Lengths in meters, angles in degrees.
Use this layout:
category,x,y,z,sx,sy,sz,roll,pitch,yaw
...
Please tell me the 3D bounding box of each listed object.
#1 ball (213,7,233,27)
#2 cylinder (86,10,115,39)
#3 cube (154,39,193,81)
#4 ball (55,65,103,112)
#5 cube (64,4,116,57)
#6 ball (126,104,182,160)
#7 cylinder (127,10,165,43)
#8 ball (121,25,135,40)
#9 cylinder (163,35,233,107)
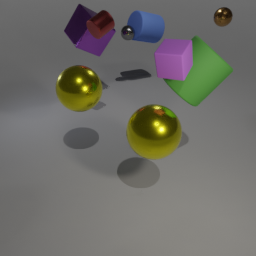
category,x,y,z,sx,sy,sz,roll,pitch,yaw
ball,3.634,-4.247,10.718,0.700,0.700,0.700,0,31,0
cylinder,-0.929,-3.514,9.526,0.700,0.700,0.700,29,64,39
cube,1.117,-1.659,6.771,0.700,0.700,0.700,12,50,26
ball,-1.472,-1.186,8.470,1.400,1.400,1.400,0,31,0
cube,-1.679,-4.248,12.273,1.400,1.400,1.400,8,38,-48
ball,0.651,0.099,7.071,1.400,1.400,1.400,0,31,0
cylinder,0.883,-5.070,14.119,1.400,1.400,1.400,-4,28,-34
ball,-0.003,-4.589,13.510,0.700,0.700,0.700,0,31,0
cylinder,1.889,-1.556,7.757,1.400,1.400,1.400,36,23,-18
